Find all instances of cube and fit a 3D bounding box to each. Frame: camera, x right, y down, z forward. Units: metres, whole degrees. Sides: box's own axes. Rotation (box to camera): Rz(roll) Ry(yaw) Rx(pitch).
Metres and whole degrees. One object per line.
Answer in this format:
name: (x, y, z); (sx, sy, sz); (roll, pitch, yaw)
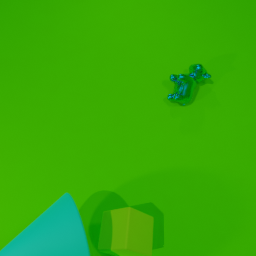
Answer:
cube: (-0.031, 2.168, 5.764); (0.794, 0.794, 0.794); (-22, 48, 37)

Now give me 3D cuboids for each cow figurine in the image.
cow figurine: (1.706, -1.196, 7.729); (1.183, 0.660, 1.202); (5, 96, -31)

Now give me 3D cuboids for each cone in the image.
cone: (-1.718, 2.213, 5.054); (1.664, 1.658, 1.658); (-11, 65, -24)
